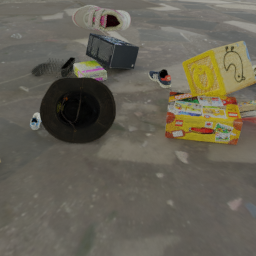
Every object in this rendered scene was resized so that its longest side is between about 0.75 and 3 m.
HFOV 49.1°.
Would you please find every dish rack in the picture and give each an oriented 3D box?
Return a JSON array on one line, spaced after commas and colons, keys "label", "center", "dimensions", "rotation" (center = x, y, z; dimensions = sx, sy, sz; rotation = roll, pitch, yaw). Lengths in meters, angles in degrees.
[{"label": "dish rack", "center": [-4.018, -3.278, 14.993], "dimensions": [2.133, 0.582, 1.636], "rotation": [5, 35, 8]}]

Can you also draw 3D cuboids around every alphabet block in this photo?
[{"label": "alphabet block", "center": [3.872, -2.382, 11.998], "dimensions": [1.988, 1.942, 1.952], "rotation": [-22, 4, -28]}]

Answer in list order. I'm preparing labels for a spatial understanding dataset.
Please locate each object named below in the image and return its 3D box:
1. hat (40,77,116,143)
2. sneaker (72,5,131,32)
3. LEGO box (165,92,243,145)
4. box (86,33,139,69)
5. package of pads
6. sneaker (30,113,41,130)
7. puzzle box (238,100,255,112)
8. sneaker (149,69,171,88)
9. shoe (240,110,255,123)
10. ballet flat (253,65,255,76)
[{"label": "hat", "center": [-1.821, -0.590, 10.514], "dimensions": [2.721, 2.721, 1.098], "rotation": [1, -10, -4]}, {"label": "sneaker", "center": [-1.034, -4.086, 10.438], "dimensions": [2.209, 0.899, 0.975], "rotation": [3, 24, 4]}, {"label": "LEGO box", "center": [2.751, -0.428, 10.545], "dimensions": [2.548, 0.983, 1.897], "rotation": [6, 35, 8]}, {"label": "box", "center": [-0.891, -4.197, 15.312], "dimensions": [1.744, 1.258, 2.349], "rotation": [-7, 32, -43]}, {"label": "package of pads", "center": [-1.998, -2.904, 14.455], "dimensions": [1.299, 0.574, 1.682], "rotation": [-15, 37, -22]}, {"label": "sneaker", "center": [-3.600, -0.337, 10.961], "dimensions": [0.381, 0.385, 1.061], "rotation": [-6, 34, -7]}, {"label": "puzzle box", "center": [4.954, -0.916, 11.109], "dimensions": [1.134, 0.217, 1.705], "rotation": [-7, 8, 26]}, {"label": "sneaker", "center": [1.614, -2.660, 13.965], "dimensions": [0.648, 0.730, 1.728], "rotation": [-18, 38, -24]}, {"label": "shoe", "center": [5.119, -0.210, 10.441], "dimensions": [0.818, 1.042, 2.291], "rotation": [-17, 7, -40]}, {"label": "ballet flat", "center": [5.942, -2.703, 13.878], "dimensions": [2.637, 0.861, 0.930], "rotation": [-11, 45, -13]}]
